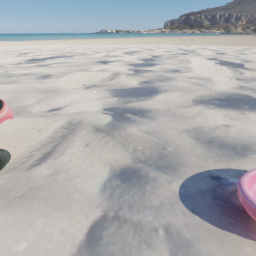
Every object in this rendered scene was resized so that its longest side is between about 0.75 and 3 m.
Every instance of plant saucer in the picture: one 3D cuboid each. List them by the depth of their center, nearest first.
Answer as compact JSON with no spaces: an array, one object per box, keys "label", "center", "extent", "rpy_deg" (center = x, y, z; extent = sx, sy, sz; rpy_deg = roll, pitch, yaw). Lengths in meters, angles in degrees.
[{"label":"plant saucer","center":[2.642,1.140,3.946],"extent":[2.085,0.528,2.085],"rpy_deg":[-1,15,0]}]

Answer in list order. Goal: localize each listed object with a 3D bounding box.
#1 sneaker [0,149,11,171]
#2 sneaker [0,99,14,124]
[{"label":"sneaker","center":[-2.718,0.582,5.210],"extent":[1.306,0.496,0.593],"rpy_deg":[-14,23,14]},{"label":"sneaker","center":[-3.360,-0.120,6.494],"extent":[1.533,0.565,0.665],"rpy_deg":[-21,-26,7]}]
